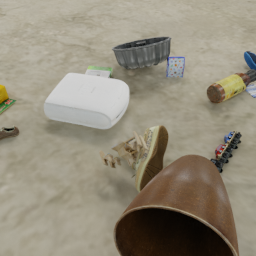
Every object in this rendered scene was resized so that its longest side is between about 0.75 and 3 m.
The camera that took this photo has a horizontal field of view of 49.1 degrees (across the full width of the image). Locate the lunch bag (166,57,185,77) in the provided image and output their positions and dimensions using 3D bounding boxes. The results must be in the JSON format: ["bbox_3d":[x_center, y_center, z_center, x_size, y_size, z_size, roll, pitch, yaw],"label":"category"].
[{"bbox_3d":[2.180,-2.860,12.910,0.800,0.941,0.583,-1,43,0],"label":"lunch bag"}]

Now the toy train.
[{"bbox_3d":[3.180,0.831,9.338,0.544,0.405,2.377,18,45,35],"label":"toy train"}]

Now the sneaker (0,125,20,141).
[{"bbox_3d":[-4.517,0.164,9.996,1.166,0.441,0.411,-17,45,-19],"label":"sneaker"}]

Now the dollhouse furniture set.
[{"bbox_3d":[-0.072,0.596,8.666,1.241,1.351,0.879,-31,60,15],"label":"dollhouse furniture set"}]

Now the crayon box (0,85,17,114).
[{"bbox_3d":[-6.165,-1.231,11.339,2.689,0.683,1.707,17,45,17],"label":"crayon box"}]

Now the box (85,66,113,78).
[{"bbox_3d":[-1.413,-2.293,12.791,1.158,0.291,1.604,6,44,7],"label":"box"}]

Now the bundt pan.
[{"bbox_3d":[0.695,-3.476,13.080,2.795,1.049,2.795,-10,23,4],"label":"bundt pan"}]

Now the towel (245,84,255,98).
[{"bbox_3d":[5.479,-1.624,12.194,0.600,0.097,0.817,-12,44,-12],"label":"towel"}]

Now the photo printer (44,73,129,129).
[{"bbox_3d":[-1.443,-1.092,10.937,2.872,0.997,2.390,11,44,13],"label":"photo printer"}]

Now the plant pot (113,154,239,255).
[{"bbox_3d":[1.389,1.948,6.815,2.610,2.610,2.793,15,33,16],"label":"plant pot"}]

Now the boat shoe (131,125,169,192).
[{"bbox_3d":[0.642,0.965,8.682,0.721,0.843,2.299,-5,50,38],"label":"boat shoe"}]

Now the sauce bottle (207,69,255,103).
[{"bbox_3d":[4.522,-1.846,11.868,2.652,0.875,0.875,-25,48,-23],"label":"sauce bottle"}]

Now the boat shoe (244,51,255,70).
[{"bbox_3d":[6.210,-3.057,13.366,0.608,0.745,1.770,-24,59,1],"label":"boat shoe"}]
